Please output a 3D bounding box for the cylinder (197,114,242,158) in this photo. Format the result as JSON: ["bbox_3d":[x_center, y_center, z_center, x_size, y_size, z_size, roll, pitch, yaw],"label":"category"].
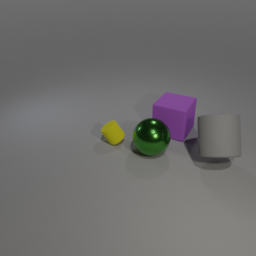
[{"bbox_3d":[3.107,0.277,9.566,1.400,1.400,1.400,-1,-3,0],"label":"cylinder"}]

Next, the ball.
[{"bbox_3d":[0.867,0.325,10.315,1.400,1.400,1.400,0,31,0],"label":"ball"}]

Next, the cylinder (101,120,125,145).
[{"bbox_3d":[-0.591,0.178,11.005,0.700,0.700,0.700,-31,23,15],"label":"cylinder"}]

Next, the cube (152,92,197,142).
[{"bbox_3d":[1.918,-0.503,11.660,1.400,1.400,1.400,15,35,25],"label":"cube"}]
